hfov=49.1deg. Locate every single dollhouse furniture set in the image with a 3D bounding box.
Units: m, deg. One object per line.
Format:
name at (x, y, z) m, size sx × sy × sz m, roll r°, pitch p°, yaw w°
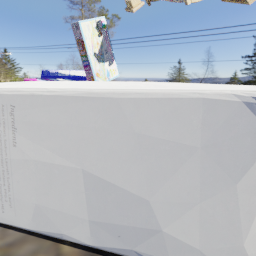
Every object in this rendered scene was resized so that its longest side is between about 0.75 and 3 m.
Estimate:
dollhouse furniture set at (1.733, -2.865, 6.304) m, size 2.722 × 1.329 × 2.322 m, roll -40°, pitch 41°, yaw -11°

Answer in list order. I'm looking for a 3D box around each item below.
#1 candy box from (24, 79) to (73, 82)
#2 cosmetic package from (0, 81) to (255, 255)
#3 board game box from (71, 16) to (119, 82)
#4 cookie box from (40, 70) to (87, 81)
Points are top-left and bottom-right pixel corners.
candy box at (-1.550, -0.827, 8.223) m, size 1.915 × 0.856 × 2.808 m, roll 16°, pitch 13°, yaw 7°
cosmetic package at (-0.248, 0.156, 2.672) m, size 2.930 × 1.189 × 1.654 m, roll 6°, pitch 12°, yaw 25°
board game box at (-0.780, -1.916, 7.063) m, size 0.270 × 1.577 × 1.060 m, roll 0°, pitch 24°, yaw 34°
cookie box at (-2.212, -1.331, 10.241) m, size 1.757 × 1.503 × 0.660 m, roll -1°, pitch 36°, yaw -12°
